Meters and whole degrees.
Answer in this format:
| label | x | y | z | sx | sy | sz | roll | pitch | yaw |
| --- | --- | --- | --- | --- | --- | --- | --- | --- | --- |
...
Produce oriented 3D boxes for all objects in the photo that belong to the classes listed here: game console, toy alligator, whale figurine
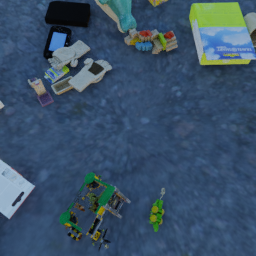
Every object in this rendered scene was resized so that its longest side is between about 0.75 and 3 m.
| label | x | y | z | sx | sy | sz | roll | pitch | yaw |
| --- | --- | --- | --- | --- | --- | --- | --- | --- | --- |
| game console | -2.419 | -3.705 | 10.644 | 1.662 | 0.340 | 2.818 | 6 | 66 | 3 |
| toy alligator | 0.804 | 2.302 | 7.962 | 0.332 | 0.363 | 1.225 | -9 | 58 | 41 |
| whale figurine | -0.354 | -4.794 | 10.160 | 2.022 | 1.319 | 2.542 | -36 | 101 | -50 |

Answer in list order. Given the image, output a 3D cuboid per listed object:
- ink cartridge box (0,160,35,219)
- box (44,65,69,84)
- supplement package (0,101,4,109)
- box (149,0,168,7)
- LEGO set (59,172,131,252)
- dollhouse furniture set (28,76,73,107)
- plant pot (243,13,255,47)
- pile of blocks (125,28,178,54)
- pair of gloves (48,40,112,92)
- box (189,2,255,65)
| label | x | y | z | sx | sy | sz | roll | pitch | yaw |
| --- | --- | --- | --- | --- | --- | --- | --- | --- | --- |
| ink cartridge box | -3.773 | 1.618 | 8.154 | 2.074 | 0.522 | 1.130 | 31 | 69 | 12 |
| box | -2.550 | -1.973 | 9.949 | 0.481 | 0.188 | 0.790 | 42 | 72 | 18 |
| supplement package | -5.669 | -1.396 | 8.748 | 1.898 | 1.885 | 2.502 | -39 | 71 | -16 |
| box | 1.280 | -6.068 | 11.357 | 1.527 | 0.967 | 1.585 | -30 | 70 | -12 |
| LEGO set | -0.835 | 2.288 | 7.762 | 1.458 | 1.099 | 1.897 | 6 | 58 | 35 |
| dollhouse furniture set | -2.582 | -1.645 | 9.356 | 1.392 | 0.988 | 1.103 | -28 | 69 | -12 |
| plant pot | 4.683 | -3.718 | 10.377 | 1.026 | 1.026 | 0.939 | -14 | 55 | -6 |
| pile of blocks | 0.831 | -3.163 | 10.027 | 1.928 | 0.599 | 0.792 | 0 | 70 | 2 |
| pair of gloves | -1.711 | -2.285 | 9.855 | 1.626 | 0.335 | 1.913 | -37 | 72 | -27 |
| box | 3.359 | -3.356 | 10.150 | 1.793 | 0.701 | 2.940 | -2 | 60 | -1 |
